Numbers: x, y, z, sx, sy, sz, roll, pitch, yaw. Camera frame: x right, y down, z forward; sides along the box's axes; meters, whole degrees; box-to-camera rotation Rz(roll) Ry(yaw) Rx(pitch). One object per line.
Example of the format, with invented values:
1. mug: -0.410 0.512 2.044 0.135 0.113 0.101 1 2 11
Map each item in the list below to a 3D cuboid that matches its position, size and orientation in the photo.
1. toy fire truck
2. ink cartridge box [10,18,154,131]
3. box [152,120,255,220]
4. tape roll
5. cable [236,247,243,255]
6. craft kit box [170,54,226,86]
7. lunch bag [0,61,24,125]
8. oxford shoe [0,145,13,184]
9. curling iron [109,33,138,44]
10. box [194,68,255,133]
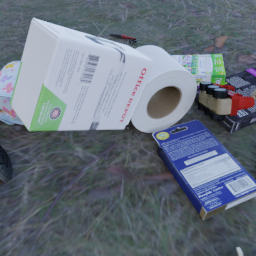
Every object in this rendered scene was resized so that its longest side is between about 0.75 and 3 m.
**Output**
1. toy fire truck: 2.805 -0.890 7.351 1.606 1.033 1.413 -3 19 -5
2. ink cartridge box: -0.882 -0.952 5.880 2.500 1.819 1.050 -1 33 -47
3. box: 1.784 0.852 6.871 1.520 0.407 2.510 -16 47 -17
4. tape roll: 0.670 -1.058 7.722 2.019 2.019 1.386 -18 46 -18
5. cable: 2.295 3.071 4.403 1.176 0.610 2.422 -2 44 0
6. craft kit box: 2.235 -1.991 9.472 1.906 0.468 1.930 0 33 15
7. lunch bag: -2.958 -1.007 8.213 2.065 1.313 1.751 9 45 -5
8. oxford shoe: -3.765 0.619 6.870 1.168 1.006 2.768 -43 53 -18
9. curling iron: -0.214 -3.873 11.998 1.447 0.185 0.359 26 50 25
10. box: 3.613 -0.967 8.738 2.699 0.487 1.930 -18 45 -20
